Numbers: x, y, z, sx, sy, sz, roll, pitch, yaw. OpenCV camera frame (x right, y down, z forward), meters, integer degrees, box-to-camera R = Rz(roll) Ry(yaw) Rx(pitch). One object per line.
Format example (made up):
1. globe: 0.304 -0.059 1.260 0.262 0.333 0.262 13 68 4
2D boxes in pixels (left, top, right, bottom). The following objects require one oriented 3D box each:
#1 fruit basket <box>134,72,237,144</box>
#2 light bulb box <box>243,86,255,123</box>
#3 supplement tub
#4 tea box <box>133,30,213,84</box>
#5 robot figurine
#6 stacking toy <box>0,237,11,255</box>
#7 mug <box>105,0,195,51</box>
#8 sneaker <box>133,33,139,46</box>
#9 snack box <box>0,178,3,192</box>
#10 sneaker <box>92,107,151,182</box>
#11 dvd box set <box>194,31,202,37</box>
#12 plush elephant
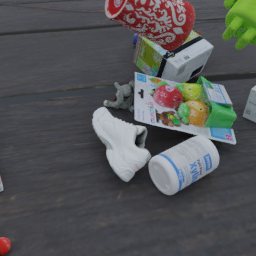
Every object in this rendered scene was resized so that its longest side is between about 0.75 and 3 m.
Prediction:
1. fruit basket: 1.624 -0.792 8.333 2.916 1.367 2.701 17 37 -11
2. light bulb box: 4.328 -0.690 8.762 0.658 1.055 1.046 -30 47 -34
3. supplement tub: 1.354 0.886 6.841 1.509 0.996 0.996 -23 44 -25
4. tea box: 1.638 -2.768 10.559 2.056 1.374 2.023 -34 67 -27
5. robot figurine: 3.179 -2.855 6.832 1.677 1.106 1.911 39 87 7
6. stacking toy: -2.752 2.546 5.244 0.515 0.515 1.206 24 37 27
7. mug: 0.445 -3.215 7.838 2.164 1.444 1.921 10 12 -37
8. sneaker: 1.259 -4.075 13.179 2.104 0.850 1.215 6 37 5
9. snack box: -3.975 0.888 7.388 0.874 0.295 2.430 -19 42 -22
10. sneaker: -0.109 0.214 7.475 1.219 0.956 2.454 -33 52 3
11. dvd box set: 1.953 -3.578 12.175 2.601 0.382 1.903 5 58 -3
12. plush elephant: -0.182 -1.128 9.422 1.183 0.916 0.975 28 46 31
